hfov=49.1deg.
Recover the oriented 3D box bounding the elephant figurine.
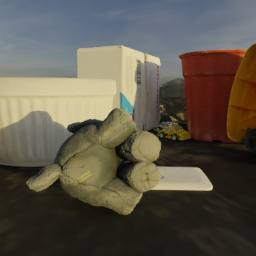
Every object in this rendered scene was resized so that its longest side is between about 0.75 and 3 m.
[{"bbox_3d":[-0.259,0.343,3.310,1.193,1.088,1.538,34,-3,-10],"label":"elephant figurine"}]

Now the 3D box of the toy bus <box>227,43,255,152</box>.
[{"bbox_3d":[3.692,-0.228,4.685,2.833,2.003,2.951,14,1,-36],"label":"toy bus"}]

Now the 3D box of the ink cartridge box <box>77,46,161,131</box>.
[{"bbox_3d":[-0.089,-0.944,7.650,1.238,2.144,2.937,3,8,22],"label":"ink cartridge box"}]

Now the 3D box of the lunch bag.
[{"bbox_3d":[2.616,-0.934,9.177,2.400,1.721,2.926,4,5,27],"label":"lunch bag"}]

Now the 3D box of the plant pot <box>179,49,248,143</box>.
[{"bbox_3d":[2.257,-0.751,6.801,2.074,2.017,2.074,0,8,0],"label":"plant pot"}]

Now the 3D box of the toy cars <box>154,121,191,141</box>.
[{"bbox_3d":[1.121,0.005,7.291,0.767,0.379,1.712,1,8,0],"label":"toy cars"}]

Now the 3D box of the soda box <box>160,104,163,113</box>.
[{"bbox_3d":[1.097,-0.984,14.033,1.302,0.412,0.461,2,9,12],"label":"soda box"}]

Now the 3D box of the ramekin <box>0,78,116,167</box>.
[{"bbox_3d":[-1.535,-0.215,5.286,2.647,1.389,2.647,0,9,0],"label":"ramekin"}]

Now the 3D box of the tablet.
[{"bbox_3d":[0.386,0.658,3.800,1.323,0.090,0.861,0,8,2],"label":"tablet"}]
